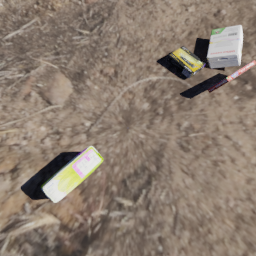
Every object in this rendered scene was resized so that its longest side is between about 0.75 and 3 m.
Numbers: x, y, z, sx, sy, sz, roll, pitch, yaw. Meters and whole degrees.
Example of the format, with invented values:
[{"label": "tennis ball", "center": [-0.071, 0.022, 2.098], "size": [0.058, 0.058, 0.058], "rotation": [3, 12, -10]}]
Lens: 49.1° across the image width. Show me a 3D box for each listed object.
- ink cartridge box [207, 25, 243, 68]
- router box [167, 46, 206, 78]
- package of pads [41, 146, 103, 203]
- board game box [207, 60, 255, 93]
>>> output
[{"label": "ink cartridge box", "center": [3.310, -2.744, 9.514], "size": [0.999, 0.579, 1.380], "rotation": [0, 58, 29]}, {"label": "router box", "center": [1.967, -2.240, 9.486], "size": [1.035, 0.270, 0.814], "rotation": [44, 59, 16]}, {"label": "package of pads", "center": [-1.431, 1.168, 7.121], "size": [1.598, 1.235, 0.545], "rotation": [-42, 95, -20]}, {"label": "board game box", "center": [3.178, -1.564, 8.525], "size": [1.570, 0.808, 0.153], "rotation": [-31, 87, -31]}]
